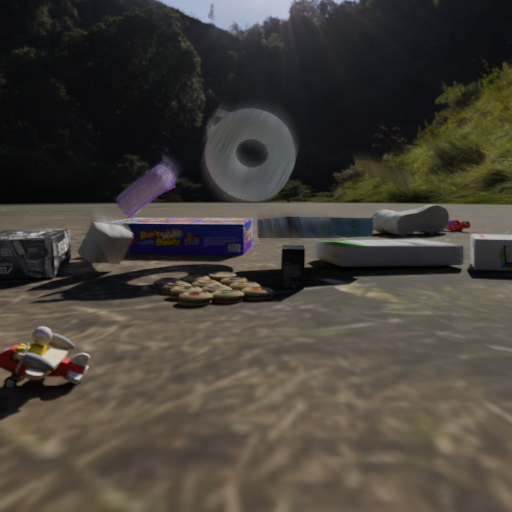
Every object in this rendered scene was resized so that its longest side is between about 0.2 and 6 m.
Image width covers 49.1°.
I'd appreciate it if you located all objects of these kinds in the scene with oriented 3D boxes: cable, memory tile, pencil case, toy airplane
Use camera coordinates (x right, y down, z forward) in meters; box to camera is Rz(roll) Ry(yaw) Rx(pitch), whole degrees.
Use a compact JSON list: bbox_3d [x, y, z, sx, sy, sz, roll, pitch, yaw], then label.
[{"bbox_3d":[-0.130,-2.145,11.909,1.903,1.903,0.659,7,26,0],"label":"cable"},{"bbox_3d":[-0.626,0.436,7.730,1.307,0.143,1.705,-3,7,-24],"label":"memory tile"},{"bbox_3d":[-2.351,-1.350,11.878,1.378,0.589,0.578,-33,-20,28],"label":"pencil case"},{"bbox_3d":[-1.527,0.735,4.108,0.613,0.432,0.610,7,9,43],"label":"toy airplane"}]

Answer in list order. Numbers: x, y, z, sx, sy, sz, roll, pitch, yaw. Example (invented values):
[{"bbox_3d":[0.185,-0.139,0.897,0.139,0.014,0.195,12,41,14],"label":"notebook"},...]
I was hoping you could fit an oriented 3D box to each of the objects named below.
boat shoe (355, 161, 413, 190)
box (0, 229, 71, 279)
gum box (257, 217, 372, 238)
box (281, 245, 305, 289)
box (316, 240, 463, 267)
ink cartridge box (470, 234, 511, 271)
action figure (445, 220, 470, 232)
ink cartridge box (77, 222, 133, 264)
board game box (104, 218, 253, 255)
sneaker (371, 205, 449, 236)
[{"bbox_3d":[3.106,-1.997,13.740,1.482,0.466,0.541,11,14,-14],"label":"boat shoe"},{"bbox_3d":[-4.656,-0.055,9.496,2.692,0.670,2.123,-2,7,-12],"label":"box"},{"bbox_3d":[1.014,-0.501,9.999,1.623,0.362,1.379,-1,2,-20],"label":"gum box"},{"bbox_3d":[0.535,0.156,8.179,0.346,0.588,0.579,1,8,4],"label":"box"},{"bbox_3d":[2.440,-0.069,10.569,2.282,0.415,1.647,1,5,-9],"label":"box"},{"bbox_3d":[4.552,-0.058,9.930,1.369,0.575,0.991,2,7,16],"label":"ink cartridge box"},{"bbox_3d":[6.179,-1.086,18.777,0.699,0.552,2.135,-3,10,-40],"label":"action figure"},{"bbox_3d":[-2.516,-0.206,9.419,0.346,0.597,0.824,31,8,18],"label":"ink cartridge box"},{"bbox_3d":[-1.687,-0.482,12.958,3.052,0.683,2.052,1,7,5],"label":"board game box"},{"bbox_3d":[4.748,-1.167,17.566,2.527,0.931,1.460,-6,12,-33],"label":"sneaker"}]
